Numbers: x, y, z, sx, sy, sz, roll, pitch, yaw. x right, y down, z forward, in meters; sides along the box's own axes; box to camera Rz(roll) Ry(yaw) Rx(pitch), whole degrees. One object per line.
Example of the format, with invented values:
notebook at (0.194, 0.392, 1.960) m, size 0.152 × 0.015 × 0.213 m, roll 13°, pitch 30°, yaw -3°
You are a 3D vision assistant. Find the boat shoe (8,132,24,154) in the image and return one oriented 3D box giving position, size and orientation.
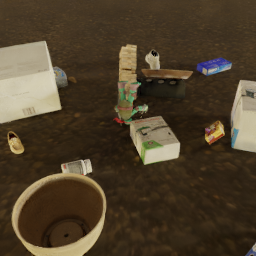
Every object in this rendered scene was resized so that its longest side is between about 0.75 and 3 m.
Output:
boat shoe at (-4.029, 0.502, 9.933) m, size 0.406 × 0.381 × 1.101 m, roll -25°, pitch 44°, yaw -29°

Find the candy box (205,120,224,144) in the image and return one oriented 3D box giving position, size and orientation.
candy box at (2.760, 0.125, 8.946) m, size 0.261 × 0.539 × 0.924 m, roll 50°, pitch 24°, yaw -6°

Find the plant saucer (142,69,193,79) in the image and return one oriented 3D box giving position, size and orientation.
plant saucer at (1.832, -2.541, 13.298) m, size 2.413 × 0.387 × 2.413 m, roll 3°, pitch 8°, yaw 0°

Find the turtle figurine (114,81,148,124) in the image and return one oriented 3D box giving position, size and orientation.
turtle figurine at (0.036, -0.753, 9.631) m, size 1.245 × 1.663 × 0.837 m, roll 6°, pitch 22°, yaw 17°

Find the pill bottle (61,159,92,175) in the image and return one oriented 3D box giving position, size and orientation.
pill bottle at (-1.609, 1.287, 8.797) m, size 0.873 × 0.497 × 0.497 m, roll -12°, pitch 39°, yaw -15°

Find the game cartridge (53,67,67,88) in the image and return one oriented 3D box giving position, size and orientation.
game cartridge at (-3.733, -2.518, 13.970) m, size 1.215 × 0.369 × 1.822 m, roll -17°, pitch 41°, yaw -23°

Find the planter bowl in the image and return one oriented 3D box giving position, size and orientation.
planter bowl at (-1.535, 2.294, 6.723) m, size 2.066 × 1.390 × 2.066 m, roll 0°, pitch 38°, yaw 0°

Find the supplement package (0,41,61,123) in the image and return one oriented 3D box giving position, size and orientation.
supplement package at (-4.354, -1.979, 11.639) m, size 2.537 × 1.951 × 2.653 m, roll -13°, pitch 44°, yaw -10°

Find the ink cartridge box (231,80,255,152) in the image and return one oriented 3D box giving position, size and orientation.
ink cartridge box at (4.395, -0.491, 10.192) m, size 0.964 × 1.644 × 2.245 m, roll 9°, pitch 38°, yaw 12°

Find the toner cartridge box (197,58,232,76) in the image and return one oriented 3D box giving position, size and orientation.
toner cartridge box at (4.611, -3.299, 14.983) m, size 1.709 × 0.369 × 0.812 m, roll -19°, pitch 42°, yaw -22°

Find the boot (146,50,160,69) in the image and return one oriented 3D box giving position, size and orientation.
boot at (1.397, -3.928, 15.410) m, size 0.660 × 0.858 × 1.794 m, roll -7°, pitch 38°, yaw -9°

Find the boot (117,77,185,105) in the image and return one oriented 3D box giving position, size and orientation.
boot at (1.071, -1.525, 12.282) m, size 2.898 × 0.951 × 2.389 m, roll 8°, pitch 40°, yaw 2°

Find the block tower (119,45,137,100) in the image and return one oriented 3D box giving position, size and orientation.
block tower at (-0.010, -2.183, 11.244) m, size 0.603 × 0.645 × 2.233 m, roll 3°, pitch 75°, yaw -11°

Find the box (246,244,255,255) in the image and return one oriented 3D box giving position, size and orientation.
box at (3.167, 3.364, 5.894) m, size 0.994 × 0.388 × 1.630 m, roll -41°, pitch 50°, yaw -14°

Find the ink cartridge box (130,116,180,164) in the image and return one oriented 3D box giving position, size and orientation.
ink cartridge box at (0.884, 0.376, 9.820) m, size 1.239 × 0.715 × 1.696 m, roll -11°, pitch 38°, yaw -14°
